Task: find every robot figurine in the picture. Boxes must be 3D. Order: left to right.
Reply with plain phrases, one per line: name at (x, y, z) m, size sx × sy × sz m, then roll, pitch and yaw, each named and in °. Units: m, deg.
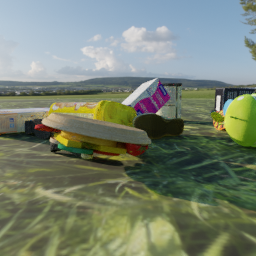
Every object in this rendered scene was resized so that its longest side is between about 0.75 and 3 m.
robot figurine at (3.847, -0.207, 7.675) m, size 2.522 × 1.459 × 2.212 m, roll -1°, pitch -14°, yaw -2°

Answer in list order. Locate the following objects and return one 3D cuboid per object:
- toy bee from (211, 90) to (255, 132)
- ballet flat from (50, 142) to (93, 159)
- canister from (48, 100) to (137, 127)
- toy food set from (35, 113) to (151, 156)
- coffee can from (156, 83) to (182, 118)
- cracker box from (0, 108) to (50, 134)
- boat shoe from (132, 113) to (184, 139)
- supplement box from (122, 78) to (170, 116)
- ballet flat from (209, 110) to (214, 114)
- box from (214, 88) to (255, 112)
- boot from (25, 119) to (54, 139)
toy bee at (3.673, -0.280, 9.412) m, size 1.748 × 1.451 × 2.670 m, roll 6°, pitch -20°, yaw 8°
ballet flat at (-1.351, 0.539, 6.723) m, size 1.390 × 0.395 × 0.462 m, roll 14°, pitch 2°, yaw 37°
canister at (-1.193, -0.296, 9.225) m, size 2.423 × 1.049 × 1.799 m, roll 3°, pitch -4°, yaw 34°
toy food set at (-0.760, 0.150, 6.497) m, size 2.576 × 0.633 × 2.603 m, roll 10°, pitch 3°, yaw -28°
coffee can at (2.009, -1.308, 14.104) m, size 1.371 × 1.873 × 1.371 m, roll 0°, pitch 8°, yaw 0°
cracker box at (-4.129, -0.327, 10.983) m, size 2.729 × 0.787 × 1.828 m, roll -7°, pitch 10°, yaw -35°
boat shoe at (0.924, -0.100, 9.300) m, size 2.226 × 0.812 × 0.700 m, roll -2°, pitch 8°, yaw -39°
supplement box at (0.543, -0.873, 10.266) m, size 0.978 × 0.957 × 1.891 m, roll -15°, pitch 26°, yaw 52°
ballet flat at (5.500, -1.047, 18.109) m, size 0.315 × 0.315 × 0.861 m, roll 7°, pitch 12°, yaw 40°
box at (6.119, -1.247, 14.505) m, size 2.854 × 1.676 × 2.807 m, roll 3°, pitch 8°, yaw 9°
boot at (-2.656, -0.058, 9.666) m, size 1.235 × 0.655 × 1.876 m, roll -4°, pitch 11°, yaw -40°
